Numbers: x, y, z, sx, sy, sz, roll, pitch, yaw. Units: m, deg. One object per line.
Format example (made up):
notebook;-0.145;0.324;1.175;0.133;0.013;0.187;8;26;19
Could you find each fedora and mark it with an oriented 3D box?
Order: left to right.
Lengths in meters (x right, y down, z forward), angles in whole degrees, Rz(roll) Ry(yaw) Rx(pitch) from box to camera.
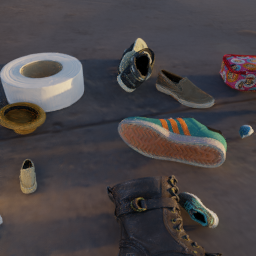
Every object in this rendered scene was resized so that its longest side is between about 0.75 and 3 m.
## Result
fedora;-3.141;-0.222;8.310;1.392;0.568;1.392;7;39;-6

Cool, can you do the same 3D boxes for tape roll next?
tape roll;-2.954;-1.681;9.865;2.756;0.964;2.756;0;38;0

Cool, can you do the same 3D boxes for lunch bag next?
lunch bag;4.753;-2.173;10.609;2.322;0.952;2.046;3;33;2

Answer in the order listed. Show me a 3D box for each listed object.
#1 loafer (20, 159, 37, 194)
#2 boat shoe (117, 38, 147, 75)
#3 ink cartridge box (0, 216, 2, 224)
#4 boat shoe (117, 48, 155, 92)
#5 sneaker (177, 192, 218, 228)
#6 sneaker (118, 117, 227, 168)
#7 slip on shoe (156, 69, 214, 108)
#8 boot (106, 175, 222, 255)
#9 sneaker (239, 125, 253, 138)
loafer;-2.424;1.140;6.737;0.381;0.344;1.007;-13;39;-16
boat shoe;0.093;-2.820;11.678;0.815;0.866;2.411;-22;30;39
ink cartridge box;-4.362;1.230;5.132;2.949;2.133;2.171;-28;46;-31
boat shoe;0.567;-2.369;10.521;1.022;0.962;2.845;40;40;-8
sneaker;1.387;1.697;5.857;1.008;0.391;0.460;32;12;37
sneaker;1.178;0.203;7.518;2.826;1.008;1.129;16;36;11
slip on shoe;1.943;-1.402;9.727;0.872;0.695;2.294;-29;46;-32
boot;0.904;1.853;5.313;2.804;0.971;2.441;-1;38;3
sneaker;3.314;0.057;7.789;0.308;0.762;0.291;-25;75;3
